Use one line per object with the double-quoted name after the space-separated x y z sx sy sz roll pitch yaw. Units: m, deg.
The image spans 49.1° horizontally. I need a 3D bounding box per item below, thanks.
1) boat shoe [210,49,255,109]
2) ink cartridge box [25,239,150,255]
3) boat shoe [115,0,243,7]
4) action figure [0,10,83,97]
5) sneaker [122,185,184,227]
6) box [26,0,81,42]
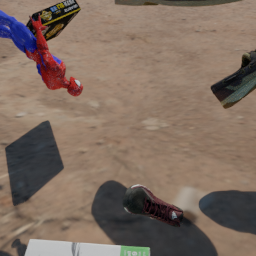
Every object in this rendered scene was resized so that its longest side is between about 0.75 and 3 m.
2.947 -1.447 6.447 2.351 0.861 0.762 -42 88 -1 "boat shoe"
-0.529 2.097 3.883 1.636 1.194 0.688 3 51 5 "ink cartridge box"
1.009 -3.167 6.015 2.968 1.015 1.109 12 27 23 "boat shoe"
-1.918 -1.648 5.530 2.780 0.909 0.718 47 60 3 "action figure"
0.493 1.249 4.401 0.702 1.215 0.460 10 74 40 "sneaker"
-2.188 -2.762 7.597 1.328 0.410 1.664 -41 14 -35 "box"
